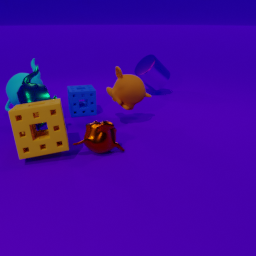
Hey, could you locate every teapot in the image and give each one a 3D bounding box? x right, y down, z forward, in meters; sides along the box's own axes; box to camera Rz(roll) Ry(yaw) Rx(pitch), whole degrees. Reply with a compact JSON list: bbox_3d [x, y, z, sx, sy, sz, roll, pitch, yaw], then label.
[{"bbox_3d":[-3.207,-1.254,8.654,0.899,1.837,1.142,36,5,15],"label":"teapot"},{"bbox_3d":[-2.242,-0.664,7.045,0.913,1.865,1.159,-19,0,-18],"label":"teapot"}]

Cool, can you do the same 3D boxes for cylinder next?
[{"bbox_3d":[0.914,-2.060,10.490,0.985,0.985,0.985,37,0,-34],"label":"cylinder"}]

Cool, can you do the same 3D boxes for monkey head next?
[{"bbox_3d":[-0.069,-1.072,7.700,1.514,0.912,1.089,34,4,-42],"label":"monkey head"},{"bbox_3d":[-0.560,0.196,6.026,1.164,0.702,0.838,8,-9,-18],"label":"monkey head"}]

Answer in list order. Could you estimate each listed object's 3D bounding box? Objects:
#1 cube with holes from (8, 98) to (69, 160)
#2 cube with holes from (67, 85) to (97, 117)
[{"bbox_3d":[-1.865,-0.028,6.028,0.987,0.987,0.987,-10,14,-11],"label":"cube with holes"},{"bbox_3d":[-1.427,-0.851,8.651,0.771,0.771,0.771,-6,23,-16],"label":"cube with holes"}]
